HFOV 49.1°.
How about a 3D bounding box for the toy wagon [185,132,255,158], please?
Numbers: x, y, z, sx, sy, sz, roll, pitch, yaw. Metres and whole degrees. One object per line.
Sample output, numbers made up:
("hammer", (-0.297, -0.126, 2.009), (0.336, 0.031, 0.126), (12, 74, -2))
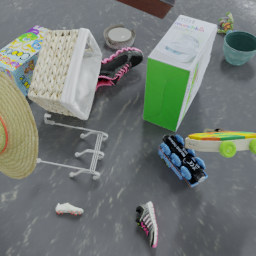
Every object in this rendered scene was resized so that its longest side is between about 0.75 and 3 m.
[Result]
("toy wagon", (2.583, 0.342, 6.977), (2.216, 1.719, 0.438), (-4, 94, -14))

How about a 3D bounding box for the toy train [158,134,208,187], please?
("toy train", (1.695, 1.030, 8.794), (0.813, 1.071, 1.875), (-29, 58, -14))

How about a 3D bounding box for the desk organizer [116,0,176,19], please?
("desk organizer", (0.436, -4.867, 9.952), (2.447, 0.942, 0.878), (17, 76, -14))

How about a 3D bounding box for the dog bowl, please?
("dog bowl", (-0.389, -4.273, 13.192), (1.517, 0.445, 1.517), (0, 53, 0))

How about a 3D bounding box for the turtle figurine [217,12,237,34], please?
("turtle figurine", (4.594, -5.093, 13.499), (1.344, 0.967, 1.303), (10, 50, 3))

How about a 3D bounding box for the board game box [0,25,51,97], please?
("board game box", (-4.012, -2.774, 11.443), (1.388, 1.413, 2.695), (25, 56, 19))

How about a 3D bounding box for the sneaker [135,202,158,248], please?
("sneaker", (0.507, 2.727, 7.906), (0.571, 0.481, 1.305), (-6, 49, -3))

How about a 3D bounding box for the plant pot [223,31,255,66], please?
("plant pot", (4.807, -3.359, 12.165), (1.470, 0.985, 1.470), (0, 52, 0))

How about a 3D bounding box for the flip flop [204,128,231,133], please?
("flip flop", (3.194, 0.152, 9.956), (0.964, 0.278, 0.391), (8, 53, 6))

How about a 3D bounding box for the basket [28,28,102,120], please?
("basket", (-2.185, -1.901, 10.030), (1.722, 1.892, 2.791), (7, 77, 12))

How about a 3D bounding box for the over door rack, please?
("over door rack", (-1.897, 0.652, 9.163), (2.267, 0.755, 1.675), (18, 53, -13))

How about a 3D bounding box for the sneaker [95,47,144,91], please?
("sneaker", (-0.545, -2.300, 11.432), (2.792, 1.103, 1.332), (-22, 62, -7))

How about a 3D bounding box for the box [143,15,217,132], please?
("box", (1.777, -1.843, 9.772), (1.433, 2.964, 2.616), (23, 57, 16))

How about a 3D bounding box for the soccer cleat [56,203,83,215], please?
("soccer cleat", (-1.724, 2.374, 8.289), (0.834, 0.289, 0.324), (2, 50, 5))

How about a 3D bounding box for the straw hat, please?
("straw hat", (-3.362, 0.067, 6.313), (2.836, 2.836, 1.200), (38, 33, 25))
